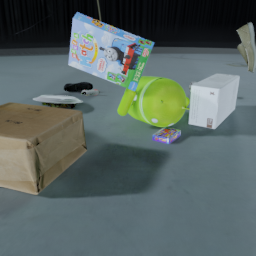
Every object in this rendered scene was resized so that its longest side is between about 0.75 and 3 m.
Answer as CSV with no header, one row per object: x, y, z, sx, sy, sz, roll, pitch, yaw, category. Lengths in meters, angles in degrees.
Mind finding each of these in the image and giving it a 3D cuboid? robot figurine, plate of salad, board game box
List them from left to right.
-3.021,-1.111,12.143,2.121,0.509,2.121,5,11,-1,plate of salad
-0.564,-2.117,8.070,2.223,1.681,0.407,22,53,-1,board game box
0.903,-0.967,9.856,2.507,1.653,2.857,8,8,-26,robot figurine
1.243,0.224,8.937,0.581,0.193,0.863,13,24,31,board game box

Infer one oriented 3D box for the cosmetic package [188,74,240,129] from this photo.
3.364,-1.139,10.786,1.101,1.511,2.973,13,23,32,cosmetic package

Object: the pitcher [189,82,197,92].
4.026,-1.952,14.070,1.257,0.888,1.465,2,10,-33,pitcher

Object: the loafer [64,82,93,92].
-2.664,-2.144,14.981,1.569,0.533,0.551,-1,27,6,loafer

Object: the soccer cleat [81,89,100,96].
-1.930,-1.778,14.255,0.989,0.339,0.421,5,31,20,soccer cleat

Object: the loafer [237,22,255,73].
4.389,-2.906,10.333,0.631,1.811,0.681,-7,0,27,loafer

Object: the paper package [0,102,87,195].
-2.657,0.336,7.011,2.541,1.315,2.422,6,21,19,paper package
